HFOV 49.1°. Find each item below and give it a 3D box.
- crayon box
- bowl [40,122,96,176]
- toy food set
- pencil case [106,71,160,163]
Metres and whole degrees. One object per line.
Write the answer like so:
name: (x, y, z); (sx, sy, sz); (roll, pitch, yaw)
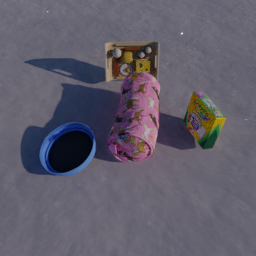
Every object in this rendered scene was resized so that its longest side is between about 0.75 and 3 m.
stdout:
crayon box: (2.025, -0.229, 7.596); (0.359, 1.064, 1.233); (-6, 41, -18)
bowl: (-1.540, 0.554, 7.299); (1.524, 0.299, 1.524); (-9, 55, 13)
toy food set: (0.132, -2.126, 9.092); (1.743, 1.251, 0.527); (-1, 24, 0)
pencil case: (0.232, -0.402, 7.816); (1.143, 1.195, 2.761); (-30, 34, 36)
